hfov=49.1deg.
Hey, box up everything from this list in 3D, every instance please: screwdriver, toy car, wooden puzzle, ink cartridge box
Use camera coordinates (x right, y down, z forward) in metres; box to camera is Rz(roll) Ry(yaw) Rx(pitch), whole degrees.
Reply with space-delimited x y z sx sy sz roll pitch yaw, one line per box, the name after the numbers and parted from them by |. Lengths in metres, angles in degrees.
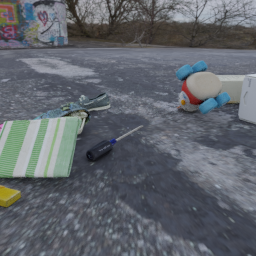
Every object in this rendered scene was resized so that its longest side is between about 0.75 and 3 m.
-0.265 0.264 7.632 0.370 0.355 2.543 38 35 12 | screwdriver
2.363 -1.141 10.371 1.693 1.765 1.915 -23 -16 -38 | toy car
-3.362 1.415 4.480 1.855 0.321 2.749 11 22 30 | wooden puzzle
4.996 -1.081 9.687 2.142 1.554 0.897 -10 22 -26 | ink cartridge box

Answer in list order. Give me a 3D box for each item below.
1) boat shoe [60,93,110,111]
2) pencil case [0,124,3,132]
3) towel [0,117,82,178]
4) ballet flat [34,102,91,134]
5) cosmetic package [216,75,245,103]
-1.664 -0.988 10.817 2.043 0.631 0.744 -10 22 -25 | boat shoe
-3.689 0.091 7.975 1.195 0.542 0.560 -3 -11 -5 | pencil case
-2.034 0.409 6.064 1.932 0.226 1.474 -3 55 13 | towel
-1.829 -0.024 7.705 1.059 1.059 2.852 6 25 16 | ballet flat
4.638 -1.715 12.284 2.860 1.017 1.504 0 19 1 | cosmetic package
